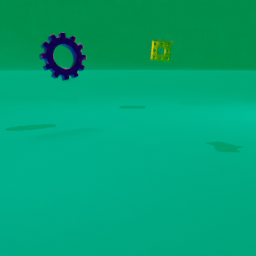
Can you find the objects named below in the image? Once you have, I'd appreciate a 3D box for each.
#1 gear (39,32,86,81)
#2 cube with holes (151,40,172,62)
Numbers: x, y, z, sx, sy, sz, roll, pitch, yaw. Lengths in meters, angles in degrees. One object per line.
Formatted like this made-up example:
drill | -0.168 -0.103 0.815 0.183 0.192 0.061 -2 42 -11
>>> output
gear | -1.971 -2.169 8.575 1.400 1.400 0.259 -9 7 -34
cube with holes | 1.513 -3.456 12.661 0.855 0.855 0.855 6 13 6
